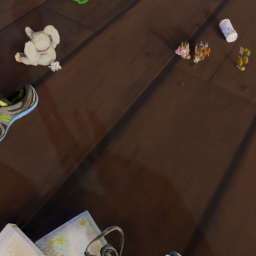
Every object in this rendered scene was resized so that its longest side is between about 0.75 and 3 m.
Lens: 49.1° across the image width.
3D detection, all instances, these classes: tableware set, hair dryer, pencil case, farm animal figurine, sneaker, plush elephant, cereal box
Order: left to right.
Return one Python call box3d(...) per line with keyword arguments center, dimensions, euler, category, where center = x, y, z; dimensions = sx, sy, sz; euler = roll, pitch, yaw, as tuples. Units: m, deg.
box3d(center=(-3.782, -0.460, 8.308), dimensions=(0.903, 1.056, 2.548), euler=(27, 60, 19), category="sneaker")
box3d(center=(-2.444, 3.078, 6.107), dimensions=(1.644, 0.325, 1.183), euler=(33, 78, 25), category="cereal box")
box3d(center=(-3.112, -2.890, 9.786), dimensions=(1.756, 1.360, 1.446), euler=(35, 63, 22), category="plush elephant")
box3d(center=(-0.255, 3.153, 5.512), dimensions=(1.974, 0.704, 2.591), euler=(25, 97, -13), category="hair dryer")
box3d(center=(2.325, -2.720, 10.203), dimensions=(1.193, 0.600, 0.963), euler=(1, 37, 5), category="farm animal figurine")
box3d(center=(3.938, -3.836, 10.995), dimensions=(0.407, 0.444, 0.978), euler=(-9, 55, 0), category="pencil case")
box3d(center=(4.042, -2.396, 9.760), dimensions=(0.123, 0.800, 0.539), euler=(-10, 40, -8), category="tableware set")

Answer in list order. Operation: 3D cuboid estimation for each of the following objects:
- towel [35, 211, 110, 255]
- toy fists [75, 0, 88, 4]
box3d(center=(-1.146, 2.937, 6.386), dimensions=(1.425, 0.401, 1.665), euler=(-28, 60, -18), category="towel")
box3d(center=(-1.836, -6.109, 12.484), dimensions=(1.722, 0.592, 0.878), euler=(-34, 69, -23), category="toy fists")
